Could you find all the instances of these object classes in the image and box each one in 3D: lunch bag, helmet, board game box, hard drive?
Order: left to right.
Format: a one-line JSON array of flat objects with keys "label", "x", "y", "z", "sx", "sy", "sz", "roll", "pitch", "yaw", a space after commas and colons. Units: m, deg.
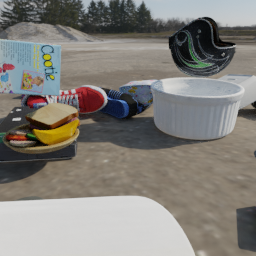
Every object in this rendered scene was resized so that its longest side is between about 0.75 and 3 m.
[{"label": "board game box", "x": -2.439, "y": -1.227, "z": 5.741, "sx": 1.981, "sy": 1.039, "sz": 1.020, "roll": 1, "pitch": 8, "yaw": -19}, {"label": "hard drive", "x": -2.362, "y": 0.024, "z": 7.608, "sx": 2.015, "sy": 0.546, "sz": 2.884, "roll": -3, "pitch": 21, "yaw": -8}, {"label": "lunch bag", "x": 0.637, "y": -1.295, "z": 10.584, "sx": 1.587, "sy": 1.009, "sz": 1.346, "roll": -4, "pitch": 17, "yaw": 19}, {"label": "helmet", "x": 2.128, "y": -2.253, "z": 8.054, "sx": 1.705, "sy": 1.626, "sz": 1.705, "roll": -31, "pitch": 9, "yaw": 5}]

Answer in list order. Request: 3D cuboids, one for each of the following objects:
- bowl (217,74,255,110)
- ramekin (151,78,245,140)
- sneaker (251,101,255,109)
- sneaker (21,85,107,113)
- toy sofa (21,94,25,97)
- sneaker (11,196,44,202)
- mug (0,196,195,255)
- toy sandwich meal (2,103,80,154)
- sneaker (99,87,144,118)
[{"label": "bowl", "x": 3.698, "y": -1.368, "z": 10.131, "sx": 2.002, "sy": 0.747, "sz": 1.999, "roll": -26, "pitch": 22, "yaw": -17}, {"label": "ramekin", "x": 1.985, "y": -0.646, "z": 8.362, "sx": 2.643, "sy": 1.288, "sz": 2.643, "roll": -1, "pitch": 21, "yaw": 0}, {"label": "sneaker", "x": 5.536, "y": -0.778, "z": 9.542, "sx": 2.383, "sy": 0.871, "sz": 1.333, "roll": -4, "pitch": 22, "yaw": 14}, {"label": "sneaker", "x": -2.201, "y": -0.834, "z": 9.281, "sx": 2.810, "sy": 1.001, "sz": 1.580, "roll": 1, "pitch": 15, "yaw": 23}, {"label": "toy sofa", "x": -4.092, "y": -1.646, "z": 12.360, "sx": 0.514, "sy": 0.606, "sz": 1.241, "roll": 31, "pitch": 27, "yaw": 9}, {"label": "sneaker", "x": -1.508, "y": 1.687, "z": 2.789, "sx": 1.310, "sy": 0.816, "sz": 2.444, "roll": 17, "pitch": 30, "yaw": 36}, {"label": "mug", "x": -0.532, "y": 1.323, "z": 1.824, "sx": 1.679, "sy": 1.638, "sz": 2.045, "roll": 18, "pitch": 18, "yaw": -35}, {"label": "toy sandwich meal", "x": -1.853, "y": -0.036, "z": 6.176, "sx": 1.791, "sy": 0.613, "sz": 1.791, "roll": 1, "pitch": 21, "yaw": 0}, {"label": "sneaker", "x": -0.417, "y": -0.907, "z": 9.913, "sx": 0.918, "sy": 0.827, "sz": 2.358, "roll": -8, "pitch": 26, "yaw": -35}]
